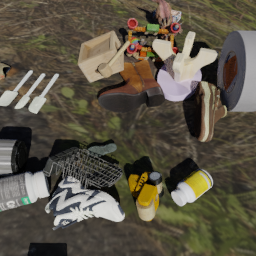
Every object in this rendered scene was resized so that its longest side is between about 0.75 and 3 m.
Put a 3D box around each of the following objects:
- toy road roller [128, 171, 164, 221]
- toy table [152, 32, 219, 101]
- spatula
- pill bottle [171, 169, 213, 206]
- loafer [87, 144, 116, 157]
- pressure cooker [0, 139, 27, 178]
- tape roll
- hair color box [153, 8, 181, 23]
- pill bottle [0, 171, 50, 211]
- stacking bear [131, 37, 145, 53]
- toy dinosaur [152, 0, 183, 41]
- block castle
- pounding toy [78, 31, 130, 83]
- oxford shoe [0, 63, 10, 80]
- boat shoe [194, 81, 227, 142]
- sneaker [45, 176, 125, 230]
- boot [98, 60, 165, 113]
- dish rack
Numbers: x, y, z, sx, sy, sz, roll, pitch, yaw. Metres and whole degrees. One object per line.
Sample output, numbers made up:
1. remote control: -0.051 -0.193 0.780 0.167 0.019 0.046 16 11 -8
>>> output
1. toy road roller: 0.420 1.896 8.156 1.007 0.848 1.380 7 41 23
2. toy table: 2.273 -2.665 11.737 2.644 1.684 2.876 7 47 6
3. spatula: -4.099 -1.651 11.809 1.772 0.205 2.548 9 48 10
4. pill bottle: 1.892 1.779 8.334 1.206 0.676 0.676 -29 54 -25
5. loafer: -0.895 0.774 9.567 1.020 0.321 0.367 -11 82 -5
6. pressure cooker: -3.977 0.930 8.758 1.373 1.208 1.226 2 44 -3
7. tape roll: 4.206 -2.055 10.320 0.961 2.910 2.910 1 48 0
8. hair color box: 2.234 -6.470 16.055 1.453 0.440 0.727 21 51 18
9. pill bottle: -3.183 1.802 8.143 1.629 0.921 0.921 -13 49 -12
10. stacking bear: 0.376 -4.134 13.854 0.653 0.612 1.076 -13 44 -12
11. toy dinosaur: 1.866 -5.541 14.041 1.234 2.876 1.949 -21 6 14
12. block castle: 1.112 -3.984 12.689 2.413 1.132 1.612 3 89 -8
13. pounding toy: -0.785 -2.786 11.773 2.336 1.216 2.659 -17 45 16
14. oxford shoe: -5.728 -2.269 12.100 0.660 0.622 1.765 11 49 3
15. boat shoe: 3.115 -0.685 10.332 1.120 1.118 3.027 11 48 2
16. sneaker: -1.312 2.345 7.680 2.226 0.888 1.448 25 53 21
17. boot: -0.087 -1.987 11.604 2.689 0.978 2.857 -12 47 -8
18. dish rack: -1.262 1.251 8.403 2.086 0.569 1.600 22 20 17
